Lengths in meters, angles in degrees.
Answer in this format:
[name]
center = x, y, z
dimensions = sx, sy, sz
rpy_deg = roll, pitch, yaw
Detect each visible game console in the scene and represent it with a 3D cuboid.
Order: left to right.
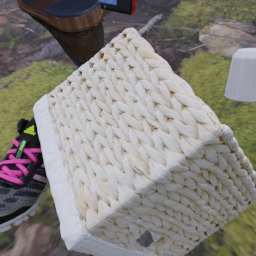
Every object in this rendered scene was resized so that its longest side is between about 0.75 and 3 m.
[game console]
center = -0.350, -2.743, 4.859
dimensions = 0.228, 1.301, 1.471
rpy_deg = -16, 34, -38

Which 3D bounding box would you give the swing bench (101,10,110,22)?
[swing bench]
center = -1.203, -4.073, 7.258
dimensions = 1.450, 2.235, 2.223
rpy_deg = -11, 12, -17

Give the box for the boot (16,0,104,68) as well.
[boot]
center = -1.073, -1.598, 4.534
dimensions = 0.861, 1.116, 2.303
rpy_deg = -32, 45, -16

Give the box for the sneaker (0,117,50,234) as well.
[sneaker]
center = -1.322, 0.380, 3.756
dimensions = 0.844, 1.001, 2.288
rpy_deg = 16, 32, 20

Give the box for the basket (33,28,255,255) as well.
[basket]
center = 0.223, 0.275, 3.296
dimensions = 1.582, 1.949, 1.967
rpy_deg = -40, 47, 9

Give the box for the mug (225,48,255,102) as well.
[mug]
center = 2.787, -1.220, 6.177
dimensions = 1.258, 1.033, 1.007
rpy_deg = -13, 22, -21
